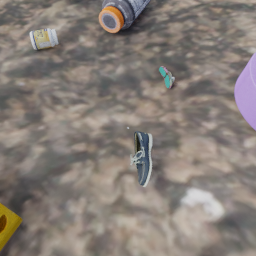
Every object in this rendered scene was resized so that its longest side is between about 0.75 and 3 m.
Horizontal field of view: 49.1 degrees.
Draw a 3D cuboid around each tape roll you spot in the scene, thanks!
[{"bbox_3d":[4.177,-0.840,6.947,2.780,0.912,2.780,3,58,-5],"label":"tape roll"}]

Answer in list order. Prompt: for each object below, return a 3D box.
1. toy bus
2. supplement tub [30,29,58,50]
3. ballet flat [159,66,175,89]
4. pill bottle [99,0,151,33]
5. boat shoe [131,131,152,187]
[{"bbox_3d":[-2.833,2.179,4.947,2.025,1.046,1.911,-37,25,11],"label":"toy bus"},{"bbox_3d":[-2.595,-2.773,8.703,0.765,0.553,0.553,-13,56,-9],"label":"supplement tub"},{"bbox_3d":[1.149,-1.455,7.981,0.290,0.282,0.816,-2,52,-25],"label":"ballet flat"},{"bbox_3d":[-0.103,-4.063,9.231,1.156,1.156,2.175,23,58,15],"label":"pill bottle"},{"bbox_3d":[0.284,0.633,6.104,0.408,0.494,1.319,16,57,-16],"label":"boat shoe"}]
